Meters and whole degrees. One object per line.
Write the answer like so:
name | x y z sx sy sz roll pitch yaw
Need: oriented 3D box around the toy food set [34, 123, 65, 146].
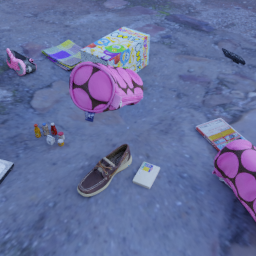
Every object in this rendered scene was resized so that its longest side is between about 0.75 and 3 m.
toy food set | -2.527 0.156 9.174 1.106 0.498 0.528 21 45 22

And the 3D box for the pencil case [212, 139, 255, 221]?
pencil case | 3.298 1.685 6.900 1.313 1.355 2.893 31 23 -38

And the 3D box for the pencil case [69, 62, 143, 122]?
pencil case | -0.358 -0.941 6.861 1.233 1.194 2.632 19 16 13

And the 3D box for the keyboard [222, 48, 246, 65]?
keyboard | 3.374 -2.237 8.869 0.886 0.114 0.532 14 49 -25

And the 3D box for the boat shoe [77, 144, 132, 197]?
boat shoe | -0.636 1.109 7.915 0.717 0.715 1.987 33 51 32

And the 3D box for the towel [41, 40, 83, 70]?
towel | -2.834 -3.585 13.614 1.839 0.292 2.560 -32 50 -30

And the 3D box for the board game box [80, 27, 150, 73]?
board game box | -0.463 -3.017 12.026 1.479 1.506 2.871 26 48 26

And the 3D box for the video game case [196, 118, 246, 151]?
video game case | 3.145 0.275 9.314 1.092 0.133 1.527 -17 44 -19

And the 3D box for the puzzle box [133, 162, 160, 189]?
puzzle box | 0.541 1.355 8.102 0.539 0.103 0.811 18 44 20

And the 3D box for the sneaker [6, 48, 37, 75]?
sneaker | -4.846 -3.035 12.751 0.952 0.789 1.996 -21 50 -37

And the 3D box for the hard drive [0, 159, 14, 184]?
hard drive | -3.827 1.310 8.106 0.645 0.175 0.924 12 42 13
